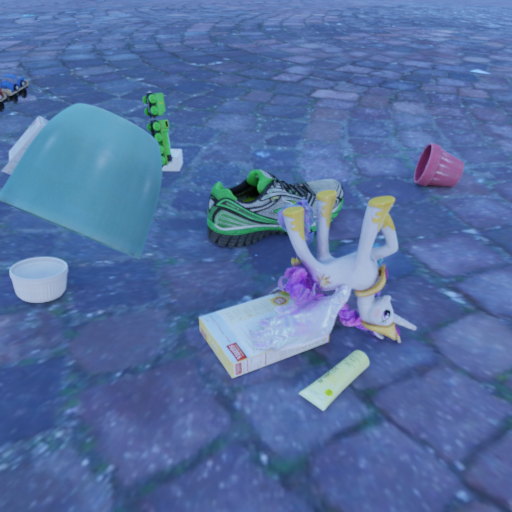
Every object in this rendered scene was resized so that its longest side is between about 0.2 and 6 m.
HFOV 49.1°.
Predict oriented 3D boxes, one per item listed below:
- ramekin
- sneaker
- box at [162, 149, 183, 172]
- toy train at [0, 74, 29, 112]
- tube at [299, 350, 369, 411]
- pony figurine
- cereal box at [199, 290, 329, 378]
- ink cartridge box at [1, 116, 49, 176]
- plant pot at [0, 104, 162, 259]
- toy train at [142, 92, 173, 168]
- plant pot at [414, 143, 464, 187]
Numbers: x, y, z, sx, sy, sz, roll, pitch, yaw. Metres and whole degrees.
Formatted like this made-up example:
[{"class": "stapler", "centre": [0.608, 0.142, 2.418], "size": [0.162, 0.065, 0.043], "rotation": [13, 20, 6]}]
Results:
[{"class": "ramekin", "centre": [-3.937, 0.448, 10.218], "size": [0.986, 0.517, 0.986], "rotation": [3, 24, -1]}, {"class": "sneaker", "centre": [0.511, -1.183, 12.069], "size": [3.254, 1.386, 1.270], "rotation": [-15, 36, -23]}, {"class": "box", "centre": [-2.483, -2.596, 15.142], "size": [0.894, 0.436, 0.556], "rotation": [2, 32, 4]}, {"class": "toy train", "centre": [-4.467, -2.617, 9.389], "size": [0.350, 0.470, 2.053], "rotation": [9, 36, 10]}, {"class": "tube", "centre": [1.217, 1.846, 8.368], "size": [1.213, 0.315, 0.352], "rotation": [-30, 2, -33]}, {"class": "pony figurine", "centre": [1.170, 0.344, 8.945], "size": [2.542, 2.633, 2.193], "rotation": [-5, 26, 15]}, {"class": "cereal box", "centre": [0.118, 1.222, 9.255], "size": [1.803, 0.356, 1.297], "rotation": [-16, 36, -23]}, {"class": "ink cartridge box", "centre": [-3.880, -1.859, 10.543], "size": [1.284, 1.308, 0.283], "rotation": [23, 35, -51]}, {"class": "plant pot", "centre": [-2.237, -1.086, 7.764], "size": [2.033, 1.632, 2.033], "rotation": [23, -5, 2]}, {"class": "toy train", "centre": [-1.633, -2.117, 9.429], "size": [0.264, 1.263, 0.356], "rotation": [7, 20, 44]}, {"class": "plant pot", "centre": [4.623, -2.196, 14.090], "size": [0.943, 1.054, 1.054], "rotation": [17, 34, -1]}]
